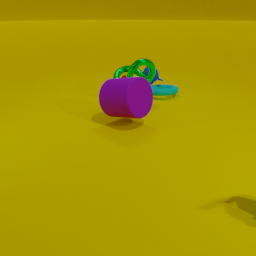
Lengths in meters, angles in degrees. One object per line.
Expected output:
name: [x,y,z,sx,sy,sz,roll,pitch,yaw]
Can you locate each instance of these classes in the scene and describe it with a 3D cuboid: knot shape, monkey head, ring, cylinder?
knot shape: [0.183,-1.810,10.280,1.482,1.584,0.732,14,13,9]
monkey head: [1.036,-2.307,12.314,1.211,0.730,0.871,52,18,18]
ring: [1.397,-1.597,11.750,1.449,0.290,1.449,-2,17,1]
cylinder: [-0.059,-0.931,8.630,1.223,1.223,1.223,6,21,42]

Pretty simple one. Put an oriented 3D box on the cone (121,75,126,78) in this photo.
cone: [-0.426,-1.334,11.064,1.149,1.144,1.144,-19,14,26]
